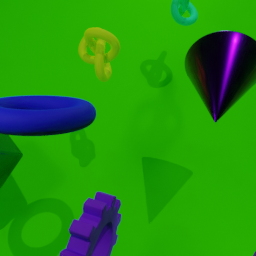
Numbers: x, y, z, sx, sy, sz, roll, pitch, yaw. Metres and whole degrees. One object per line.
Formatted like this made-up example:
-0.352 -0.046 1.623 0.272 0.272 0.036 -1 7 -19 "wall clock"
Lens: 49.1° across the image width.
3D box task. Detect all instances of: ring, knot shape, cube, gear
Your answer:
-1.265 -0.220 4.015 1.613 1.613 0.323 3 104 1 "ring"
-0.543 -1.512 5.356 0.512 1.038 1.109 -23 81 -24 "knot shape"
-3.084 0.565 5.595 1.145 1.145 1.145 42 100 30 "cube"
1.337 -3.041 6.897 0.545 1.180 1.104 -15 83 24 "knot shape"
-0.597 2.023 4.756 0.332 1.798 1.798 13 72 17 "gear"

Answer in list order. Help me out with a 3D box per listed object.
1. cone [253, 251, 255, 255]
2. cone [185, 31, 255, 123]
1.887 2.196 3.313 1.319 1.314 1.314 -6 66 -47 "cone"
1.557 -0.624 4.751 1.424 1.424 1.430 17 54 5 "cone"
